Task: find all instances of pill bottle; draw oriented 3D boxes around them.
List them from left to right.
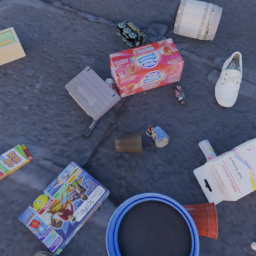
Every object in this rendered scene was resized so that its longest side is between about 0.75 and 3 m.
[{"bbox_3d":[-0.754,-1.734,12.330,0.482,0.482,0.854,-10,64,-5],"label":"pill bottle"}]

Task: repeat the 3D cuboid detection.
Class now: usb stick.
[{"bbox_3d":[-1.513,-0.083,11.644,0.318,0.187,1.147,24,65,12],"label":"usb stick"}]

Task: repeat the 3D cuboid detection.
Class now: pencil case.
[{"bbox_3d":[3.144,0.940,11.001,0.395,0.431,0.951,-4,61,-32],"label":"pencil case"}]

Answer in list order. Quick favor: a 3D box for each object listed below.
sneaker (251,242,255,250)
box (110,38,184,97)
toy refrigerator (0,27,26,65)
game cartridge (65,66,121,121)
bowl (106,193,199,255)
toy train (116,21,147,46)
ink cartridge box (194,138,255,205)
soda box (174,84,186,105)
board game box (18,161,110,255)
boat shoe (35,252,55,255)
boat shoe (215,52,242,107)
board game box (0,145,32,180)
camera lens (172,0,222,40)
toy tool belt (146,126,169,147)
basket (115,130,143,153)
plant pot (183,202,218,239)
[{"bbox_3d":[4.609,4.011,9.411,0.808,0.403,0.303,4,62,1],"label":"sneaker"},{"bbox_3d":[0.788,-2.629,12.272,2.903,1.386,1.447,-17,64,-8],"label":"box"},{"bbox_3d":[-6.466,-3.528,12.944,2.961,1.036,1.124,-24,65,-12],"label":"toy refrigerator"},{"bbox_3d":[-1.558,-1.507,12.043,1.476,0.437,2.277,-43,65,0],"label":"game cartridge"},{"bbox_3d":[0.780,3.603,9.005,2.968,0.583,2.968,-4,77,16],"label":"bowl"},{"bbox_3d":[0.156,-4.666,13.778,0.952,0.712,1.671,-27,63,-27],"label":"toy train"},{"bbox_3d":[3.955,1.597,10.165,2.689,0.905,1.575,-25,81,-12],"label":"ink cartridge box"},{"bbox_3d":[2.280,-1.476,12.311,0.314,0.281,0.888,-10,63,-5],"label":"soda box"},{"bbox_3d":[-2.227,2.765,10.006,1.848,0.471,2.731,36,68,17],"label":"board game box"},{"bbox_3d":[-2.238,4.720,8.900,2.165,0.647,0.774,35,68,16],"label":"boat shoe"},{"bbox_3d":[4.490,-2.221,12.315,0.969,0.949,2.737,14,64,7],"label":"boat shoe"},{"bbox_3d":[-4.664,1.356,10.892,1.712,0.257,0.818,-33,68,-18],"label":"board game box"},{"bbox_3d":[3.264,-5.197,13.452,2.060,1.648,1.648,16,64,8],"label":"camera lens"},{"bbox_3d":[1.198,0.234,11.220,0.656,0.646,1.051,-34,68,-16],"label":"toy tool belt"},{"bbox_3d":[0.030,0.567,11.048,1.028,0.699,0.927,-4,70,2],"label":"basket"},{"bbox_3d":[2.341,3.119,9.514,1.175,1.208,1.208,-2,62,8],"label":"plant pot"}]
